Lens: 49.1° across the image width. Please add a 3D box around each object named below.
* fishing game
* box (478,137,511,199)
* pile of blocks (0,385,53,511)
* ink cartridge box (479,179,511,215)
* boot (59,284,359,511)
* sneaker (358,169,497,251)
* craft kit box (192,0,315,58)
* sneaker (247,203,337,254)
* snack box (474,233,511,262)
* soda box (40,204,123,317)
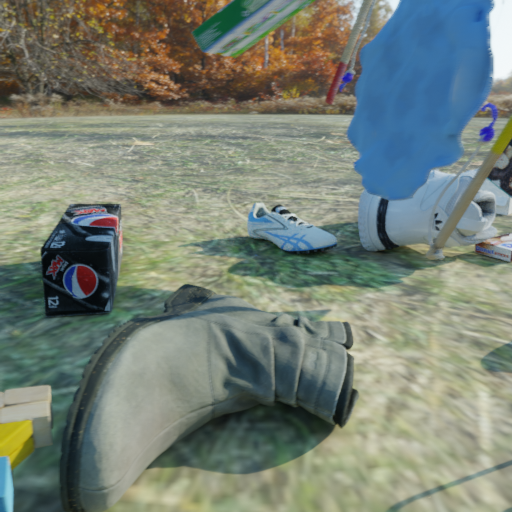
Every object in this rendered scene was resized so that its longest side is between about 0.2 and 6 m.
[{"bbox_3d":[2.219,-2.341,7.693,0.696,3.207,4.479,5,36,-19],"label":"fishing game"},{"bbox_3d":[3.726,-1.536,7.466,0.620,1.508,0.371,42,24,10],"label":"box"},{"bbox_3d":[-1.941,1.682,2.893,1.008,0.763,2.457,23,34,25],"label":"pile of blocks"},{"bbox_3d":[5.433,-1.408,12.489,0.793,0.772,1.233,15,22,39],"label":"ink cartridge box"},{"bbox_3d":[-0.115,1.031,4.589,1.898,0.984,2.906,10,21,12],"label":"boot"},{"bbox_3d":[3.235,-1.002,10.038,2.057,1.345,3.579,1,21,27],"label":"sneaker"},{"bbox_3d":[0.017,-3.409,7.926,1.542,0.374,1.523,-29,4,21],"label":"craft kit box"},{"bbox_3d":[0.561,-0.485,9.715,0.699,0.705,1.945,-15,24,-42],"label":"sneaker"},{"bbox_3d":[4.625,-0.224,9.628,1.891,0.230,0.680,-11,21,-32],"label":"snack box"},{"bbox_3d":[-2.381,-0.068,7.954,0.826,0.923,2.609,-1,18,-11],"label":"soda box"}]
